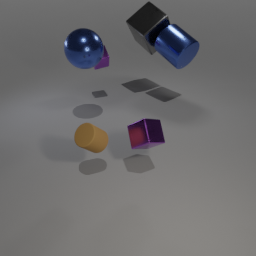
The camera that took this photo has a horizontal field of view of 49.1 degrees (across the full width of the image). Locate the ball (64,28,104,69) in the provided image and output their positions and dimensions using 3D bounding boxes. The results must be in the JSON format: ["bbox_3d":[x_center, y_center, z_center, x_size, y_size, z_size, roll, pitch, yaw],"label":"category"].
[{"bbox_3d":[-1.557,-2.801,9.933,1.400,1.400,1.400,0,29,0],"label":"ball"}]

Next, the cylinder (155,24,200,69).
[{"bbox_3d":[2.112,-3.522,12.135,1.400,1.400,1.400,-25,62,-37],"label":"cylinder"}]

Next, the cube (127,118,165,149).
[{"bbox_3d":[0.509,0.177,7.898,0.700,0.700,0.700,2,-19,-44],"label":"cube"}]

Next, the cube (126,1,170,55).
[{"bbox_3d":[1.020,-4.526,12.763,1.400,1.400,1.400,-40,60,2],"label":"cube"}]

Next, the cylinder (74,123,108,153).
[{"bbox_3d":[-1.015,0.286,7.811,0.700,0.700,0.700,22,-6,34],"label":"cylinder"}]

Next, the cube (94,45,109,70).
[{"bbox_3d":[-1.281,-3.179,12.645,0.700,0.700,0.700,-17,70,-12],"label":"cube"}]
